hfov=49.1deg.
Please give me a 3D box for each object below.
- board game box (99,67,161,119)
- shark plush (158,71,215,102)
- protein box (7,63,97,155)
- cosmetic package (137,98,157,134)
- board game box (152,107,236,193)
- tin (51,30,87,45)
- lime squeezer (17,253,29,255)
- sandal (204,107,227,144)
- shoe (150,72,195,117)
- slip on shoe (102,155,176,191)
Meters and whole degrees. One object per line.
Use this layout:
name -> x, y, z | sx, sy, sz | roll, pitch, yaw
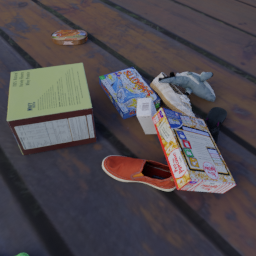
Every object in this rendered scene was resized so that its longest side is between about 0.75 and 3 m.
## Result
board game box -> 0.023, -1.543, 11.755 | 1.685, 0.429, 2.489 | -20, 50, -18
shark plush -> 2.466, -1.757, 11.216 | 2.521, 1.145, 1.050 | 12, 69, -32
protein box -> -2.675, -0.743, 10.083 | 2.626, 1.772, 2.607 | -10, 48, -9
cosmetic package -> 0.717, -0.390, 9.847 | 0.529, 1.429, 0.726 | -3, 61, 15
board game box -> 1.999, 0.680, 8.714 | 1.979, 0.605, 2.613 | 13, 45, -32
tin -> -3.102, -4.797, 14.847 | 1.901, 0.398, 1.064 | 1, 43, 1
lime squeezer -> -2.637, 3.633, 6.984 | 2.117, 0.399, 0.748 | 32, 55, 26
sandal -> 3.066, -0.123, 10.356 | 0.843, 0.537, 2.244 | 20, 51, 19
shoe -> 1.804, -1.255, 11.027 | 0.974, 0.744, 2.786 | 20, 26, -45
slip on shoe -> 0.369, 1.302, 8.892 | 2.504, 0.766, 0.928 | 14, 50, 15
